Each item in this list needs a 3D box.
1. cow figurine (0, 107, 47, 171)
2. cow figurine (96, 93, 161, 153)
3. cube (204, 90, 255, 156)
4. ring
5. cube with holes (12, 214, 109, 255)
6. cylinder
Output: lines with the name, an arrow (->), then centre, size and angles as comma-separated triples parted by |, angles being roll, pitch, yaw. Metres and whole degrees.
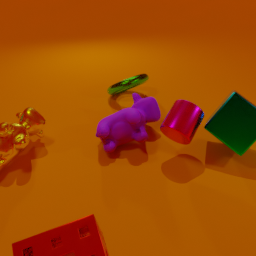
cow figurine -> -2.526, 0.229, 6.225 | 1.532, 0.841, 1.507 | -47, 9, -3
cow figurine -> 0.001, -0.168, 6.895 | 1.701, 0.934, 1.674 | -21, 19, 1
cube -> 2.423, -0.149, 6.225 | 0.990, 0.990, 0.990 | 39, 20, 9
ring -> 0.000, -1.376, 8.843 | 1.396, 0.279, 1.396 | -21, 5, 2
cube with holes -> -0.670, 1.755, 3.320 | 0.945, 0.945, 0.945 | -18, 59, -9
cylinder -> 1.157, -0.123, 5.990 | 0.714, 0.714, 0.714 | 22, 72, 31
